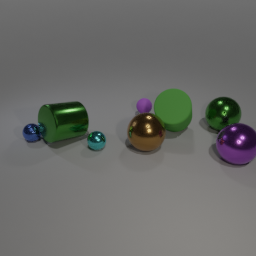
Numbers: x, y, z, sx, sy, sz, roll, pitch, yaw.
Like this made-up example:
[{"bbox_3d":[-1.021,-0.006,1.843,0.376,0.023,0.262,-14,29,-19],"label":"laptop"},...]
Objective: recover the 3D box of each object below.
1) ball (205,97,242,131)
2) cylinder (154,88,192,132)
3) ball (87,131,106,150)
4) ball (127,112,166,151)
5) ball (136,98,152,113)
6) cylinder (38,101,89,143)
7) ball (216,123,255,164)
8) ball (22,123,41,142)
[{"bbox_3d":[3.837,-0.567,11.319,1.400,1.400,1.400,0,30,0],"label":"ball"},{"bbox_3d":[1.792,-0.659,10.948,1.400,1.400,1.400,9,-10,15],"label":"cylinder"},{"bbox_3d":[-1.143,0.452,10.250,0.700,0.700,0.700,0,30,0],"label":"ball"},{"bbox_3d":[0.662,0.141,10.070,1.400,1.400,1.400,0,30,0],"label":"ball"},{"bbox_3d":[0.720,-0.974,12.424,0.700,0.700,0.700,0,30,0],"label":"ball"},{"bbox_3d":[-2.431,-0.255,10.534,1.400,1.400,1.400,-12,30,-43],"label":"cylinder"},{"bbox_3d":[3.697,0.525,9.443,1.400,1.400,1.400,0,30,0],"label":"ball"},{"bbox_3d":[-3.685,0.169,10.754,0.700,0.700,0.700,0,30,0],"label":"ball"}]
